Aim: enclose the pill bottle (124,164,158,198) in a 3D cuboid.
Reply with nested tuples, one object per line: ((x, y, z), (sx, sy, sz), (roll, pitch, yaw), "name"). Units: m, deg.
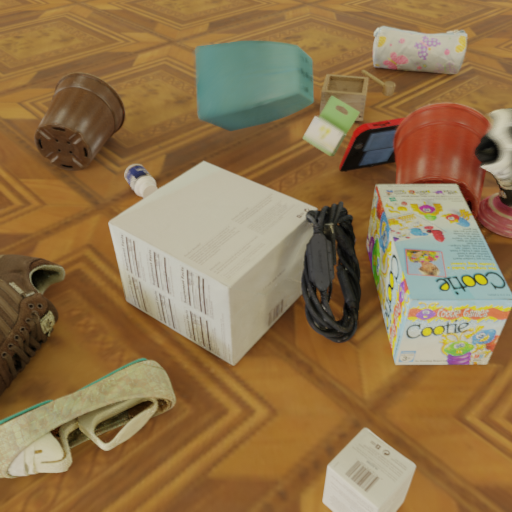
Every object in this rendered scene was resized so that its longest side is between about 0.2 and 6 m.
((-2.089, -1.341, 10.271), (0.417, 0.417, 0.751), (-21, 46, -23), "pill bottle")

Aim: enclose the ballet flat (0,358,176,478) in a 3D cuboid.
((-2.017, 1.918, 6.208), (2.436, 0.822, 0.760), (-25, 56, -26), "ballet flat")

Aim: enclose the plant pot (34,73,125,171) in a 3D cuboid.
((-3.526, -2.548, 11.025), (1.486, 1.486, 1.471), (7, 50, 8), "plant pot")

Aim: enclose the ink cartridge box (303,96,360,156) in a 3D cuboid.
((1.436, -2.505, 10.776), (0.701, 0.964, 0.231), (37, 21, 19), "ink cartridge box")

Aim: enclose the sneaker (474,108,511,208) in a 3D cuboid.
((3.915, -1.542, 8.662), (1.074, 2.451, 0.927), (3, 66, 14), "sneaker")

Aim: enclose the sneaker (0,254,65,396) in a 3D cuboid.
((-3.154, 0.899, 7.247), (1.042, 0.972, 2.760), (-2, 41, -9), "sneaker")

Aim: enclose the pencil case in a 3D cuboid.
((4.163, -5.277, 14.365), (2.341, 1.062, 0.973), (7, 56, 10), "pencil case")

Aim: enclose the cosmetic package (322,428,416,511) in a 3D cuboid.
((1.130, 2.332, 5.711), (0.641, 0.766, 0.637), (33, 50, 32), "cosmetic package")

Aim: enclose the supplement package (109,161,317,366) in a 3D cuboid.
((-0.546, 0.013, 7.839), (2.050, 1.508, 1.961), (26, 47, 27), "supplement package")

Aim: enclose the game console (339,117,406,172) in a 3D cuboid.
((2.348, -2.074, 10.531), (1.414, 1.251, 0.220), (-12, 61, -15), "game console")

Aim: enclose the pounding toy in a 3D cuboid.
((2.311, -3.622, 12.700), (1.564, 0.715, 1.374), (8, 41, 9), "pounding toy")

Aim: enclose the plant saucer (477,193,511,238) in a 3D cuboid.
((4.417, -0.753, 9.647), (1.157, 0.293, 1.157), (-1, 40, 1), "plant saucer")

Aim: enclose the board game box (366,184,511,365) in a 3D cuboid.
((2.407, 0.183, 7.838), (1.276, 1.253, 2.433), (0, 41, 0), "board game box")

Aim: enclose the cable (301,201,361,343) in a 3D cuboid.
((1.050, 0.237, 7.610), (0.480, 1.889, 1.541), (-5, 9, 25), "cable")

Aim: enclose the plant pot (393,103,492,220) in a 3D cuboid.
((3.090, -1.356, 9.456), (1.754, 1.754, 1.706), (11, 50, 13), "plant pot")

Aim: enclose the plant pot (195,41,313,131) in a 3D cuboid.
((0.040, -3.294, 10.728), (1.949, 1.377, 1.377), (-1, 1, 25), "plant pot")
